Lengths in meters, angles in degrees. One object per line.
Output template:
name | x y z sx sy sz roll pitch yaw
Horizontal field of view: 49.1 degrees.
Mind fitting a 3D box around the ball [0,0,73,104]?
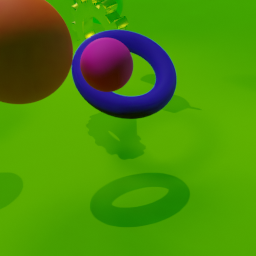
ball | -1.214 -0.863 3.064 1.206 1.206 1.206 0 30 0

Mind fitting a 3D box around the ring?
ring | -0.045 -1.037 5.163 1.958 0.392 1.958 6 61 -10

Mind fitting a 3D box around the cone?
cone | -0.584 -3.826 7.452 1.507 1.507 1.512 -14 -2 -22

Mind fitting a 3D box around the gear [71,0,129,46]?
gear | -0.690 -2.374 7.036 0.357 1.930 1.930 -37 45 -28

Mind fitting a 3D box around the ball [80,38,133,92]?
ball | -0.278 -0.828 3.711 0.701 0.701 0.701 0 30 0
